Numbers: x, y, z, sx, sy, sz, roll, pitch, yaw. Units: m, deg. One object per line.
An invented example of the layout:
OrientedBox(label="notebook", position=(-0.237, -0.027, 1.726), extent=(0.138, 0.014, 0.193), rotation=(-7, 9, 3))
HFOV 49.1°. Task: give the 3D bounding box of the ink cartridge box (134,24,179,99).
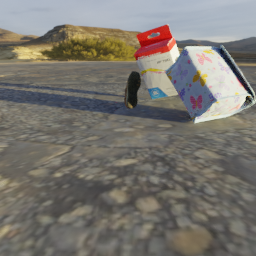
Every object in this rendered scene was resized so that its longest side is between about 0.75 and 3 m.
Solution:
OrientedBox(label="ink cartridge box", position=(1.301, -2.624, 11.426), extent=(1.549, 2.667, 0.897), rotation=(-8, 31, 32))

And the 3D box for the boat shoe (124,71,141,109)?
OrientedBox(label="boat shoe", position=(0.087, -1.223, 9.089), extent=(0.465, 1.228, 0.454), rotation=(14, -10, -23))

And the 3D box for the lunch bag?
OrientedBox(label="lunch bag", position=(2.739, -1.451, 8.708), extent=(2.397, 2.033, 1.524), rotation=(-8, -27, -34))
